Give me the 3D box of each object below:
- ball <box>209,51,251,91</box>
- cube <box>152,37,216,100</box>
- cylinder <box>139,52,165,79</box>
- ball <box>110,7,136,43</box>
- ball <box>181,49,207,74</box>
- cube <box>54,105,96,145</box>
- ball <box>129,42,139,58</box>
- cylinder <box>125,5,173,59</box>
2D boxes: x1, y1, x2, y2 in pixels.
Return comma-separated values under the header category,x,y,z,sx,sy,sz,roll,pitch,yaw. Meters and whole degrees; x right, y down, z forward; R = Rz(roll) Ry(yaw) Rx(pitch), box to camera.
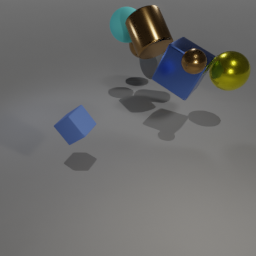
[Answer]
category,x,y,z,sx,sy,sz,roll,pitch,yaw
ball,3.617,-2.030,10.000,1.400,1.400,1.400,0,29,0
cube,1.920,-2.064,9.620,1.400,1.400,1.400,35,38,10
cylinder,1.465,-3.035,12.660,1.400,1.400,1.400,-9,20,36
ball,-0.059,-4.251,11.572,1.400,1.400,1.400,0,29,0
ball,1.834,-1.850,7.802,0.700,0.700,0.700,0,29,0
cube,-1.449,-0.084,7.728,0.700,0.700,0.700,-27,17,35
ball,0.751,-4.277,14.343,1.400,1.400,1.400,0,29,0
cylinder,0.776,-3.496,10.345,1.400,1.400,1.400,-21,-9,-4
